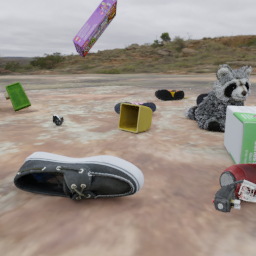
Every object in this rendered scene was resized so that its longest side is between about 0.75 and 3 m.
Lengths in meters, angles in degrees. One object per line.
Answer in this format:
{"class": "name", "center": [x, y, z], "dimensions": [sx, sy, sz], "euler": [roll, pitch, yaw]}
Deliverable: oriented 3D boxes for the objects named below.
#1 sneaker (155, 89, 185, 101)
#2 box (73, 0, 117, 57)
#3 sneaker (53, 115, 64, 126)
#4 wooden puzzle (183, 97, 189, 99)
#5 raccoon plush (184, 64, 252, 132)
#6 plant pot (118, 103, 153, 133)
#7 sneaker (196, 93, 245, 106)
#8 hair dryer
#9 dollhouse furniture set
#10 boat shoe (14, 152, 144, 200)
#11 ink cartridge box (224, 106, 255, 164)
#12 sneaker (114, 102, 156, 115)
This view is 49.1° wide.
{"class": "sneaker", "center": [2.146, -1.769, 15.154], "dimensions": [1.746, 0.611, 0.786], "euler": [-1, 5, -21]}
{"class": "box", "center": [-1.003, -3.146, 8.727], "dimensions": [0.354, 1.811, 1.239], "euler": [36, -3, -3]}
{"class": "sneaker", "center": [-2.270, -0.283, 9.276], "dimensions": [0.346, 0.323, 0.873], "euler": [-1, 12, -24]}
{"class": "wooden puzzle", "center": [3.013, -1.739, 15.947], "dimensions": [0.635, 0.110, 0.941], "euler": [-1, 13, -22]}
{"class": "raccoon plush", "center": [2.604, -1.026, 8.834], "dimensions": [1.402, 1.941, 2.897], "euler": [-8, 15, -31]}
{"class": "plant pot", "center": [0.299, -0.303, 8.458], "dimensions": [0.798, 0.804, 0.822], "euler": [13, 8, 43]}
{"class": "sneaker", "center": [3.912, -0.996, 12.014], "dimensions": [2.017, 0.723, 0.835], "euler": [13, -7, 41]}
{"class": "hair dryer", "center": [1.980, 0.988, 3.924], "dimensions": [1.417, 0.505, 1.860], "euler": [23, 26, 20]}
{"class": "dollhouse furniture set", "center": [-5.338, -0.949, 11.796], "dimensions": [2.143, 1.076, 1.404], "euler": [-25, 1, -21]}
{"class": "boat shoe", "center": [-0.768, 0.796, 4.163], "dimensions": [1.992, 0.684, 0.564], "euler": [3, 33, 20]}
{"class": "ink cartridge box", "center": [3.372, 0.177, 5.744], "dimensions": [2.399, 1.008, 1.751], "euler": [2, 13, 10]}
{"class": "sneaker", "center": [0.243, -0.705, 10.837], "dimensions": [1.614, 0.566, 0.662], "euler": [1, -3, -9]}
